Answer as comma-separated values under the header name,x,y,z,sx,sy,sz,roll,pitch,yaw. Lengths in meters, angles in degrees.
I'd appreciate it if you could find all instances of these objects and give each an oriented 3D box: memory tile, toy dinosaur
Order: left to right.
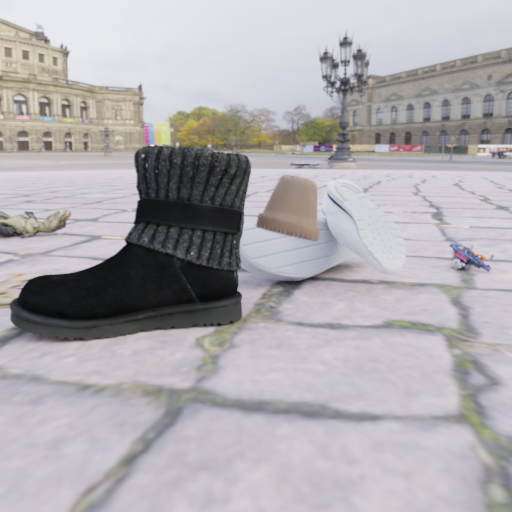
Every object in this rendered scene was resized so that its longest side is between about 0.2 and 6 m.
name,x,y,z,sx,sy,sz,roll,pitch,yaw
toy dinosaur,-6.325,-0.807,13.623,3.434,0.815,1.513,2,-3,11
memory tile,-3.510,0.501,8.593,1.262,0.138,1.647,0,12,3

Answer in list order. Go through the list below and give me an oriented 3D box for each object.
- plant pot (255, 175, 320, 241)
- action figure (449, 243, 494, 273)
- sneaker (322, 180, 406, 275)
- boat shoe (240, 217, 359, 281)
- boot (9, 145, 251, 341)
name,x,y,z,sx,sy,sz,roll,pitch,yaw
plant pot,0.517,-0.672,7.728,0.900,0.785,0.900,14,1,0
action figure,3.963,0.115,10.293,0.845,0.457,0.874,-14,44,-29
sneaker,1.705,-0.368,9.100,0.753,0.793,1.971,-7,49,-26
boat shoe,0.839,-0.118,9.896,3.245,1.169,1.151,-5,-10,-36
boot,-1.521,-0.246,6.995,2.998,2.241,1.128,-4,12,-19
